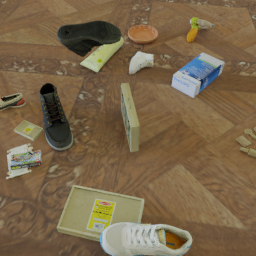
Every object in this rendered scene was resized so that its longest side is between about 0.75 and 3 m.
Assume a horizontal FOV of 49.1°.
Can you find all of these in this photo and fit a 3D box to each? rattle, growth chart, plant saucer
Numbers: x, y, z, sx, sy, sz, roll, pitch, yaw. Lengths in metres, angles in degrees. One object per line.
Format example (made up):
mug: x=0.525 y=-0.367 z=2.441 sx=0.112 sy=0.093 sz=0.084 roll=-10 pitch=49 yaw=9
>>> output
rattle: x=4.124 y=-5.429 z=15.831 sx=1.248 sy=1.370 sz=1.918 roll=3 pitch=8 yaw=24
growth chart: x=-3.891 y=1.160 z=10.109 sx=0.992 sy=0.122 sz=1.371 roll=-12 pitch=49 yaw=-11
plant saucer: x=0.831 y=-5.191 z=15.608 sx=1.673 sy=0.313 sz=1.673 roll=1 pitch=49 yaw=-1

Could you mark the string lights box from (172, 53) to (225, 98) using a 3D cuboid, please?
string lights box: x=3.249 y=-2.501 z=12.950 sx=1.234 sy=0.708 sz=2.401 roll=35 pitch=57 yaw=27

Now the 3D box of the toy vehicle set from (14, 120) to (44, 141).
toy vehicle set: x=-3.908 y=0.085 z=11.050 sx=0.987 sy=0.131 sz=0.613 roll=22 pitch=52 yaw=19

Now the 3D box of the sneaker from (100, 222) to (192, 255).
sneaker: x=0.493 y=2.963 z=7.570 sx=2.473 sy=0.999 sz=0.946 roll=8 pitch=53 yaw=-13

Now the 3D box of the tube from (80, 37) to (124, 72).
tube: x=-1.188 y=-3.799 z=14.180 sx=0.778 sy=0.696 sz=2.681 roll=-2 pitch=41 yaw=49

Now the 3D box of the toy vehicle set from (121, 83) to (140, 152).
toy vehicle set: x=0.059 y=-0.427 z=10.635 sx=0.305 sy=1.432 sz=2.304 roll=-7 pitch=49 yaw=-6

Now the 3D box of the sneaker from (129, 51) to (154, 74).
sneaker: x=0.724 y=-3.147 z=13.587 sx=0.987 sy=0.629 sz=1.708 roll=13 pitch=49 yaw=15

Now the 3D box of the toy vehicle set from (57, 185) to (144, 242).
toy vehicle set: x=-0.789 y=2.685 z=8.619 sx=2.395 sy=0.318 sz=1.488 roll=10 pitch=49 yaw=9

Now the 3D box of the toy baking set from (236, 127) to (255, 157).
toy baking set: x=5.162 y=0.607 z=10.516 sx=2.039 sy=0.237 sz=1.565 roll=25 pitch=53 yaw=21

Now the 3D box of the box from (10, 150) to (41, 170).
box: x=-3.619 y=1.128 z=9.968 sx=1.021 sy=0.177 sz=0.562 roll=-10 pitch=49 yaw=-9

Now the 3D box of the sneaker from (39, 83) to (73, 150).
sneaker: x=-2.860 y=-0.453 z=10.664 sx=0.997 sy=1.416 sz=2.666 roll=-18 pitch=51 yaw=-15

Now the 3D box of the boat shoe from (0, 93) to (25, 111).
boat shoe: x=-5.238 y=-1.102 z=11.850 sx=1.660 sy=0.519 sz=0.591 roll=-11 pitch=51 yaw=-8

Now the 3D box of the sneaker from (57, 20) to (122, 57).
sneaker: x=-1.417 y=-3.457 z=10.946 sx=2.386 sy=1.367 sz=0.912 roll=-5 pitch=81 yaw=3
